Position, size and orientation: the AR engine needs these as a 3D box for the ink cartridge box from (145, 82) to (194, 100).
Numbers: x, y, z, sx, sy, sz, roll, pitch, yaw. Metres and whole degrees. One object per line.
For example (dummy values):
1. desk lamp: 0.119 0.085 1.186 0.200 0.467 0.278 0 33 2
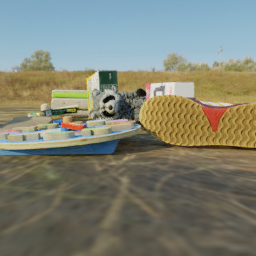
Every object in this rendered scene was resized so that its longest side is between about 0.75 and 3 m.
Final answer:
1. ink cartridge box: 1.451 -0.912 10.247 0.849 1.457 2.012 -3 7 -26

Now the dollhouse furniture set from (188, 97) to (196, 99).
1. dollhouse furniture set: 2.024 -0.301 6.873 1.317 0.910 1.395 -5 8 -41

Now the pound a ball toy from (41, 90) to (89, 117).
1. pound a ball toy: -2.626 -0.907 13.397 2.848 1.210 1.857 -1 31 -14

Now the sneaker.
1. sneaker: 1.486 -0.061 5.154 2.528 0.947 1.139 9 0 23

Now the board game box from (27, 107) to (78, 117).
1. board game box: -3.027 -0.586 11.004 1.254 0.281 2.393 -7 4 -33

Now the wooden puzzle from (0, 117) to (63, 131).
1. wooden puzzle: -2.560 -0.016 6.838 1.887 0.221 1.273 2 20 11

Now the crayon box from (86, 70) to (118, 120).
1. crayon box: -1.067 -1.241 11.370 0.762 1.858 2.956 -5 6 -17

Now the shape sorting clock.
1. shape sorting clock: -1.103 0.057 5.127 2.710 0.532 2.710 0 5 0

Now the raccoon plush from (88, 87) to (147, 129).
1. raccoon plush: -0.309 -0.483 8.149 1.522 1.099 2.271 5 -12 -2
